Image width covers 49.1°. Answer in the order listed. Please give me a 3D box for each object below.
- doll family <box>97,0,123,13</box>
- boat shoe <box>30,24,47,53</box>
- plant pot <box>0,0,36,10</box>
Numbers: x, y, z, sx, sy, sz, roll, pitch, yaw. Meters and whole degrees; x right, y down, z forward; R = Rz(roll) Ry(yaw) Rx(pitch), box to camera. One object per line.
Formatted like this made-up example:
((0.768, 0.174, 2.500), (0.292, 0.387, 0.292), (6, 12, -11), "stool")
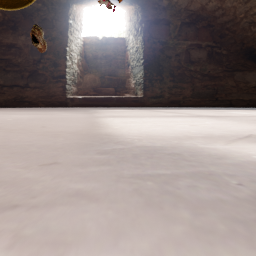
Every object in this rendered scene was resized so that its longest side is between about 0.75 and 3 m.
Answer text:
((-0.378, -3.320, 6.530), (0.519, 0.715, 1.151), (-47, 1, -26), "doll family")
((-2.853, -2.738, 8.800), (0.418, 0.396, 1.104), (24, -26, 9), "boat shoe")
((-2.455, -3.200, 5.542), (1.327, 0.942, 1.327), (-19, -26, -10), "plant pot")
